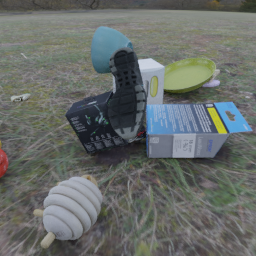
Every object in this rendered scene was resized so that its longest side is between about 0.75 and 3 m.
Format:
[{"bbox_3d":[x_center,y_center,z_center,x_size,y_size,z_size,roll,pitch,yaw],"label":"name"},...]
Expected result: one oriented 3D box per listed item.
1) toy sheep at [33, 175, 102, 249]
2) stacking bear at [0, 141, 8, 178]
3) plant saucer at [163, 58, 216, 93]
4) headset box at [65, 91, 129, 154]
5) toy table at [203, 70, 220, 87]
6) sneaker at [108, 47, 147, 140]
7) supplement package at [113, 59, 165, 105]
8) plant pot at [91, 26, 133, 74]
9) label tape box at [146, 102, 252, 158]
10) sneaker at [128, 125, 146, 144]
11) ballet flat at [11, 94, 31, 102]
[{"bbox_3d":[-1.213,1.696,5.863,1.269,1.269,1.841,12,44,20],"label":"toy sheep"},{"bbox_3d":[-4.253,0.512,7.739,2.666,1.619,1.516,36,6,35],"label":"stacking bear"},{"bbox_3d":[2.737,-2.475,13.439,2.922,0.454,2.922,-15,35,11],"label":"plant saucer"},{"bbox_3d":[-0.855,-0.177,8.180,1.384,1.589,0.737,-16,28,22],"label":"headset box"},{"bbox_3d":[4.021,-2.526,14.004,1.206,0.706,1.108,-12,30,-18],"label":"toy table"},{"bbox_3d":[0.108,-0.885,7.573,1.034,1.087,2.741,-9,61,16],"label":"sneaker"},{"bbox_3d":[0.396,-1.677,11.269,1.736,1.815,1.335,-10,30,-17],"label":"supplement package"},{"bbox_3d":[-0.544,-3.217,11.803,1.308,1.942,1.942,10,30,19],"label":"plant pot"},{"bbox_3d":[2.070,0.015,8.978,2.952,0.934,2.129,-1,29,4],"label":"label tape box"},{"bbox_3d":[0.082,0.320,9.114,1.154,0.564,0.408,-22,42,7],"label":"sneaker"},{"bbox_3d":[-4.672,-1.291,12.273,0.857,0.289,0.267,-14,59,-17],"label":"ballet flat"}]
